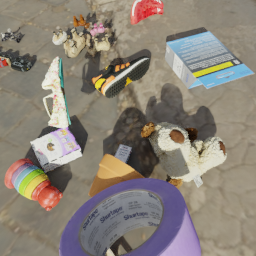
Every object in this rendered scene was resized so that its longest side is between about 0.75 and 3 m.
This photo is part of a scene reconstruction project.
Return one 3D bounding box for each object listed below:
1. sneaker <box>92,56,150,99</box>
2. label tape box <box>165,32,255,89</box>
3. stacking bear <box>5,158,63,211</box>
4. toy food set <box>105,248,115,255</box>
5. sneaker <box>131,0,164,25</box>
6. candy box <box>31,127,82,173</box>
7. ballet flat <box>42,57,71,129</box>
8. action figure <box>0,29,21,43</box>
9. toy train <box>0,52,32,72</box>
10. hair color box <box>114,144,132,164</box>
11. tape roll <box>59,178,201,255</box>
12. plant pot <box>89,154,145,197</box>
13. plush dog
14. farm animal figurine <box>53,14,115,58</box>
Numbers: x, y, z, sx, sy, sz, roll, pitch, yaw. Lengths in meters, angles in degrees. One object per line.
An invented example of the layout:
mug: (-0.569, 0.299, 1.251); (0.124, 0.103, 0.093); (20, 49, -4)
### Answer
sneaker: (-0.247, -2.142, 10.426); (1.097, 0.853, 2.439); (40, 64, 23)
label tape box: (2.927, -2.340, 10.553); (2.029, 0.890, 2.814); (-19, 54, -14)
stacking bear: (-2.482, 1.582, 7.595); (1.544, 0.878, 0.938); (33, 60, 17)
toy food set: (-0.799, 3.657, 6.120); (1.763, 0.533, 1.265); (-32, 59, -22)
sneaker: (0.960, -5.524, 13.070); (1.302, 0.883, 2.253); (13, 55, 12)
candy box: (-2.182, 0.634, 8.543); (1.225, 0.438, 1.028); (-25, 56, -18)
ballet flat: (-1.998, -0.959, 7.622); (0.640, 0.758, 2.004); (-8, 84, -8)
action figure: (-5.169, -3.991, 12.108); (0.986, 0.503, 0.586); (14, 64, 8)
toy train: (-5.030, -2.676, 11.153); (2.499, 0.426, 0.572); (16, 66, 11)
hair color box: (-0.194, 0.911, 8.442); (0.401, 0.243, 0.802); (16, 54, 12)
tape roll: (0.039, 2.136, 5.378); (2.485, 1.056, 2.485); (-20, 21, 8)
plant pot: (-0.261, 1.573, 7.232); (1.594, 1.594, 1.116); (30, 76, 22)
plush dog: (1.370, 0.571, 8.131); (2.242, 1.799, 1.926); (12, 32, -27)
farm animal figurine: (-1.818, -3.532, 11.500); (1.965, 1.036, 1.987); (-38, 68, -12)
